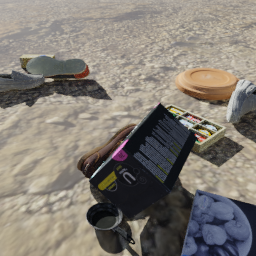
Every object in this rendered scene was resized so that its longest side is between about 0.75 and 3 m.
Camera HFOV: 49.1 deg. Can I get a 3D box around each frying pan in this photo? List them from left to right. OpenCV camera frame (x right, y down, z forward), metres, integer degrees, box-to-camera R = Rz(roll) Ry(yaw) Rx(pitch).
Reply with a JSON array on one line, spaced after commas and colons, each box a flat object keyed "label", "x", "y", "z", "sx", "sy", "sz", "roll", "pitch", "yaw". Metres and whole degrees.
[{"label": "frying pan", "x": -0.270, "y": 1.883, "z": 5.643, "sx": 1.228, "sy": 0.200, "sz": 0.743, "roll": 18, "pitch": 31, "yaw": 21}]

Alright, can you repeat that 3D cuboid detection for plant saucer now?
[{"label": "plant saucer", "x": 3.332, "y": -1.930, "z": 11.545, "sx": 2.702, "sy": 0.436, "sz": 2.702, "roll": 0, "pitch": 33, "yaw": 0}]

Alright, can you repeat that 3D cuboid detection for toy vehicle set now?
[{"label": "toy vehicle set", "x": 1.719, "y": -0.063, "z": 8.689, "sx": 1.337, "sy": 0.285, "sz": 2.152, "roll": -27, "pitch": 41, "yaw": -36}]

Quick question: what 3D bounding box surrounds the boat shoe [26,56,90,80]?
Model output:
[{"label": "boat shoe", "x": -3.025, "y": -2.550, "z": 12.189, "sx": 2.725, "sy": 0.970, "sz": 0.853, "roll": 2, "pitch": -10, "yaw": 8}]

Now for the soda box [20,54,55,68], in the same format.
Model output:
[{"label": "soda box", "x": -4.356, "y": -3.234, "z": 13.553, "sx": 1.580, "sy": 0.506, "sz": 0.535, "roll": 2, "pitch": 32, "yaw": 2}]

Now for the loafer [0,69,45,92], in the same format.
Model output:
[{"label": "loafer", "x": -4.497, "y": -1.963, "z": 11.257, "sx": 2.223, "sy": 0.776, "sz": 0.777, "roll": -11, "pitch": 34, "yaw": -17}]

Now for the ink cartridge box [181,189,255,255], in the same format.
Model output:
[{"label": "ink cartridge box", "x": 2.129, "y": 2.323, "z": 4.553, "sx": 2.517, "sy": 0.546, "sz": 2.493, "roll": 13, "pitch": 36, "yaw": 16}]

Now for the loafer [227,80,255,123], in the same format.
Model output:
[{"label": "loafer", "x": 3.966, "y": -0.915, "z": 9.477, "sx": 0.900, "sy": 0.902, "sz": 2.580, "roll": 19, "pitch": 41, "yaw": 21}]

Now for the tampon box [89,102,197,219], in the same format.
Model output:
[{"label": "tampon box", "x": 0.366, "y": 0.642, "z": 5.895, "sx": 1.193, "sy": 1.416, "sz": 1.890, "roll": 43, "pitch": 41, "yaw": 0}]

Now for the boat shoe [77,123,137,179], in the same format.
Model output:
[{"label": "boat shoe", "x": -0.258, "y": 0.644, "z": 7.175, "sx": 0.758, "sy": 0.758, "sz": 2.154, "roll": 31, "pitch": 51, "yaw": 29}]
